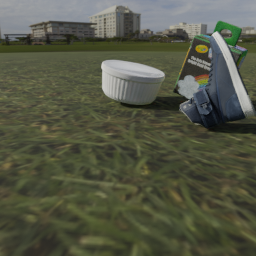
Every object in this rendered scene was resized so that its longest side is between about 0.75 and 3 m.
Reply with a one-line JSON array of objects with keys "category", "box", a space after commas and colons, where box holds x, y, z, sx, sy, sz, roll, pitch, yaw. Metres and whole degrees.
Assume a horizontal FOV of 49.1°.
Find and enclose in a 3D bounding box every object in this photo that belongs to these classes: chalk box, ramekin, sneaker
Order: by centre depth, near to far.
[{"category": "sneaker", "box": [2.157, -1.226, 7.689, 1.824, 2.525, 0.960, -21, -15, 26]}, {"category": "chalk box", "box": [3.000, -2.257, 9.772, 1.683, 2.697, 1.672, 29, 27, 18]}, {"category": "ramekin", "box": [0.117, -1.722, 10.580, 2.429, 1.131, 2.429, 10, 22, -4]}]
